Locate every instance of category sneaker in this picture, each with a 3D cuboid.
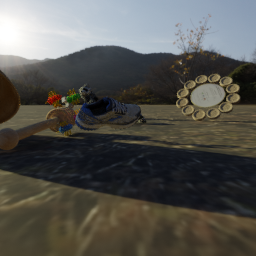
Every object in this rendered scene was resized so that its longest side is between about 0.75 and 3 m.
[{"bbox_3d":[-0.217,-0.216,3.795,0.958,0.408,0.369,-11,54,-27],"label":"sneaker"}]

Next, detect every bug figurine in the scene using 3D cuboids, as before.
[{"bbox_3d":[-1.214,-0.339,5.616,0.719,0.927,0.239,-20,2,6],"label":"bug figurine"}]

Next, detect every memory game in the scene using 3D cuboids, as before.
[{"bbox_3d":[2.927,-1.175,10.329,2.341,2.341,0.149,3,-38,27],"label":"memory game"}]

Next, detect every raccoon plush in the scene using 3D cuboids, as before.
[{"bbox_3d":[-1.595,-1.238,12.276,0.738,1.021,1.525,-29,-25,4],"label":"raccoon plush"}]

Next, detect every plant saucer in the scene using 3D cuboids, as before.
[{"bbox_3d":[-3.474,-0.799,5.185,2.806,0.497,2.806,-6,-26,-3],"label":"plant saucer"}]

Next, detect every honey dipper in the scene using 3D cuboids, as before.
[{"bbox_3d":[-1.514,-0.038,5.048,0.516,0.516,2.716,0,9,5],"label":"honey dipper"}]

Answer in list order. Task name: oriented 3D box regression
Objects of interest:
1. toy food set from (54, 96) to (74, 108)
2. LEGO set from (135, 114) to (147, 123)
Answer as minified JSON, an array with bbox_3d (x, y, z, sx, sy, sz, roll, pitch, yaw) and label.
[{"bbox_3d":[-2.483,-0.902,11.378,1.115,0.532,0.502,-23,-21,34],"label":"toy food set"},{"bbox_3d":[0.073,-0.350,8.578,0.987,0.431,1.520,-1,4,7],"label":"LEGO set"}]
